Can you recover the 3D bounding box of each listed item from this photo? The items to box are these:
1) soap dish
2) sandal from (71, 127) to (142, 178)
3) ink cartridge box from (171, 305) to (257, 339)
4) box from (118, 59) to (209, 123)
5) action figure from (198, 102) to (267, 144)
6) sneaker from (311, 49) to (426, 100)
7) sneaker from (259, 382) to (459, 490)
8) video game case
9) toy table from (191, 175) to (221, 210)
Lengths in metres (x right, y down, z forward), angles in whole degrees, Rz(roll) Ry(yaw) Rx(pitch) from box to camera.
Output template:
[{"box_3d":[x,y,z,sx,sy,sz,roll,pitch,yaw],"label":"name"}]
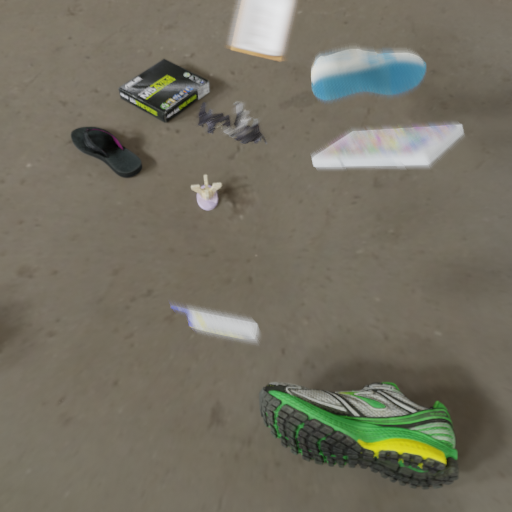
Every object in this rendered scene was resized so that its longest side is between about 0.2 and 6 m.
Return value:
[{"box_3d":[0.115,-3.913,9.518,0.870,0.449,1.106,13,92,-1],"label":"soap dish"},{"box_3d":[-3.556,-2.635,13.297,2.212,0.530,0.832,33,59,23],"label":"sandal"},{"box_3d":[-0.571,0.843,7.003,1.048,1.036,0.246,11,82,-7],"label":"ink cartridge box"},{"box_3d":[-2.401,-4.369,14.727,1.680,0.413,1.740,34,59,20],"label":"box"},{"box_3d":[-0.275,-1.949,8.194,1.056,0.539,0.628,9,23,-30],"label":"action figure"},{"box_3d":[2.279,-3.848,11.474,2.303,0.881,0.930,-3,51,6],"label":"sneaker"},{"box_3d":[1.577,2.625,8.941,3.177,1.239,1.353,16,46,1],"label":"sneaker"},{"box_3d":[1.908,-1.613,8.221,1.808,0.163,1.295,7,32,39],"label":"video game case"},{"box_3d":[-1.089,-1.417,12.423,0.664,0.423,0.723,-15,53,-12],"label":"toy table"}]
